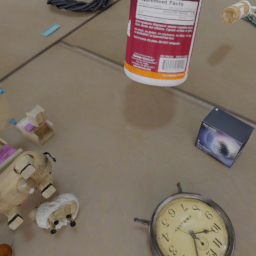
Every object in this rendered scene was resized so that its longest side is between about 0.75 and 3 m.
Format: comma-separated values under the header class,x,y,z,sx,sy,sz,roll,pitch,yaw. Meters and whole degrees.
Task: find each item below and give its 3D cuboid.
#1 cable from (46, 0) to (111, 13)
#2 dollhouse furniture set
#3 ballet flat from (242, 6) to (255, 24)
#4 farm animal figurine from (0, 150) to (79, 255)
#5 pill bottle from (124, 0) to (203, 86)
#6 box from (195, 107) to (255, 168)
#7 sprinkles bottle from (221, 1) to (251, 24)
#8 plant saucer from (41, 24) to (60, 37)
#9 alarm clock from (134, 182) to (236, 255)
class,x,y,z,sx,sy,sz,roll,pitch,yaw
cable,-1.972,-5.297,11.405,2.709,0.688,2.210,-27,61,-23
dollhouse furniture set,-3.157,-0.304,6.006,1.630,2.499,2.359,30,56,21
ballet flat,4.911,-4.102,10.386,0.618,0.618,1.666,-32,58,-24
farm animal figurine,-2.477,1.160,5.072,2.564,2.592,1.352,-28,24,-17
pill bottle,0.759,-2.360,5.985,1.493,2.644,1.493,5,27,-3
box,2.198,0.224,6.531,1.014,1.006,0.625,34,58,26
sprinkles bottle,3.153,-3.374,8.139,0.463,0.463,1.356,30,42,22
plant saucer,-2.830,-3.580,10.274,0.282,0.076,0.806,25,54,19
alarm clock,1.286,2.160,5.112,1.510,0.745,2.238,-32,55,-24
